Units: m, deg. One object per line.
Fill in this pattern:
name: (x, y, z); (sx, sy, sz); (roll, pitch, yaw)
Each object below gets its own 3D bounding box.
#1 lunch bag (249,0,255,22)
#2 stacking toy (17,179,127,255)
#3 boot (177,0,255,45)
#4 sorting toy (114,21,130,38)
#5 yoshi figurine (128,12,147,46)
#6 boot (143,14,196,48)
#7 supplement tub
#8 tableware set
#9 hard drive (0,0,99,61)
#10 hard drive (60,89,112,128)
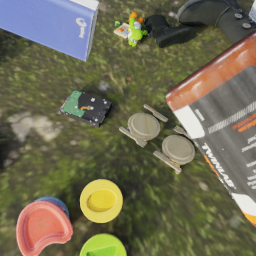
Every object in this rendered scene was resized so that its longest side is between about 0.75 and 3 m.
lunch bag: (4.950, -3.733, 9.310); (1.153, 0.864, 1.359); (-13, 64, -7)
stacking toy: (-1.021, 2.146, 5.730); (2.103, 0.888, 1.903); (-14, 84, -6)
boot: (3.127, -3.064, 8.917); (2.253, 0.897, 2.734); (-18, 63, -10)
sorting toy: (-0.201, -3.372, 9.499); (0.780, 0.115, 0.577); (31, 62, 18)
yoshi figurine: (0.294, -3.180, 9.005); (0.649, 0.646, 1.154); (3, 65, 6)
boot: (1.320, -3.262, 9.197); (1.487, 0.550, 1.219); (-19, 57, -10)
supplement tub: (1.577, 0.254, 3.137); (1.292, 1.292, 2.416); (-35, 91, -21)
tableware set: (0.783, 0.301, 6.960); (1.838, 0.368, 1.215); (35, 51, 14)
hard drive: (-1.939, -2.223, 5.211); (2.673, 1.763, 0.339); (20, 74, -8)
hard drive: (-1.130, -0.533, 7.571); (1.188, 0.225, 0.830); (20, 59, 12)
